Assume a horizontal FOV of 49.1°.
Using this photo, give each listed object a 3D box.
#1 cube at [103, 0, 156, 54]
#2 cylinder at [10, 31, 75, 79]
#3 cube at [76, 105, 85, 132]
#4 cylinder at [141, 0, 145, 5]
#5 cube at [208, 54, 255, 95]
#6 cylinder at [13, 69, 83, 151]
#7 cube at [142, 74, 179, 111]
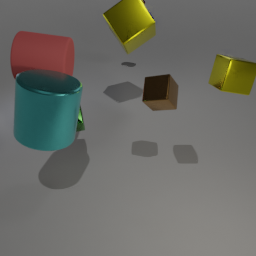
[{"bbox_3d":[0.102,-3.909,10.622,1.400,1.400,1.400,-34,-4,5],"label":"cube"},{"bbox_3d":[-2.303,-1.873,7.764,1.400,1.400,1.400,7,32,-3],"label":"cylinder"},{"bbox_3d":[-1.722,-0.297,8.478,0.700,0.700,0.700,-11,72,-8],"label":"cube"},{"bbox_3d":[0.384,-6.225,13.654,0.700,0.700,0.700,-25,37,21],"label":"cylinder"},{"bbox_3d":[2.326,-1.191,6.222,0.700,0.700,0.700,7,22,-12],"label":"cube"},{"bbox_3d":[-1.815,-0.428,6.328,1.400,1.400,1.400,11,27,-6],"label":"cylinder"},{"bbox_3d":[0.851,-0.900,7.265,0.700,0.700,0.700,-2,72,29],"label":"cube"}]
